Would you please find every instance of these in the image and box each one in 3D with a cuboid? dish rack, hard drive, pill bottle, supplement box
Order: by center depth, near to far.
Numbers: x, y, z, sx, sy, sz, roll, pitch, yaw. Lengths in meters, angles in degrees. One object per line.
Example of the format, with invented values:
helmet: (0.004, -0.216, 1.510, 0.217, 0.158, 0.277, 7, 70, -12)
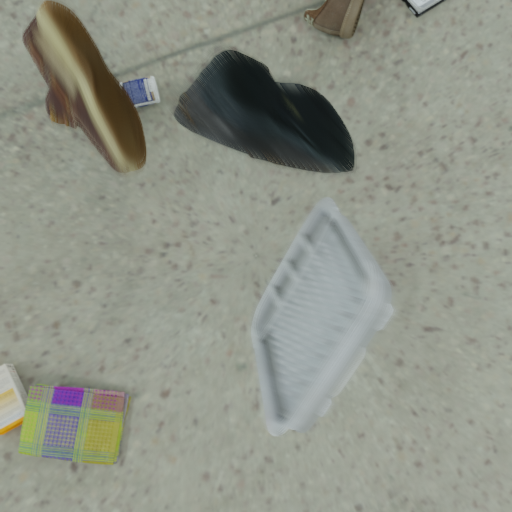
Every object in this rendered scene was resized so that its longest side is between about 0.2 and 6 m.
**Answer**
dish rack: (0.929, 0.857, 8.475, 0.718, 3.299, 2.832, 24, 111, -15)
supplement box: (-4.867, 2.764, 10.816, 0.733, 0.428, 1.163, -28, 79, -7)
pill bottle: (-2.697, -3.565, 12.331, 1.056, 0.586, 0.586, -13, 76, -4)
hard drive: (3.993, -6.149, 13.193, 1.024, 0.194, 0.715, -32, 78, -9)

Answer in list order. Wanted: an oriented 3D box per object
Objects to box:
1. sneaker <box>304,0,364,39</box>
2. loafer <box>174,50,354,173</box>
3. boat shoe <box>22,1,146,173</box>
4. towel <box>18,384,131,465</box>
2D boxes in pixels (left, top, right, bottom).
sneaker: (2.088, -6.610, 12.809, 1.251, 1.166, 3.311, 17, 76, 6)
loafer: (0.288, -2.119, 9.188, 1.277, 3.533, 1.286, -20, 62, 41)
boat shoe: (-2.658, -2.377, 8.460, 1.003, 1.005, 2.786, -30, 91, 24)
towel: (-3.432, 3.199, 10.658, 1.897, 0.216, 1.362, 8, 77, -9)
